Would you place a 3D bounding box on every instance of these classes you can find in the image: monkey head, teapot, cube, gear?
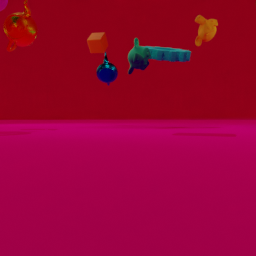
[{"bbox_3d":[0.275,-2.340,9.283,0.741,1.229,0.884,21,18,32],"label":"monkey head"},{"bbox_3d":[-3.273,-3.050,8.451,1.006,1.618,0.792,27,8,2],"label":"teapot"},{"bbox_3d":[3.012,-3.934,11.065,0.972,1.351,0.814,34,-19,2],"label":"monkey head"},{"bbox_3d":[-1.442,-4.080,13.426,0.708,0.708,0.708,3,46,18],"label":"cube"},{"bbox_3d":[1.325,-2.701,10.170,1.833,0.339,1.833,4,20,-2],"label":"gear"},{"bbox_3d":[-0.963,-2.657,12.906,1.003,1.612,0.789,-4,39,0],"label":"teapot"}]

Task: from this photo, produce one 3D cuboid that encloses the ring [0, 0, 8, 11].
[{"bbox_3d":[-3.581,-3.092,6.392,1.543,0.309,1.543,2,-5,0],"label":"ring"}]
